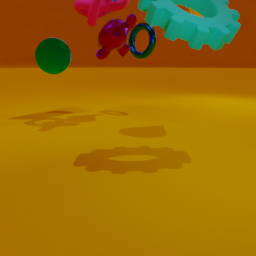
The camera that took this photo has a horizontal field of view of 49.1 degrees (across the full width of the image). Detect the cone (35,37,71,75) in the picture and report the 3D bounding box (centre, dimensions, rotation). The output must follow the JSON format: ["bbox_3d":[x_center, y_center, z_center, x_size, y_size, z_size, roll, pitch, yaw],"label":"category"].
[{"bbox_3d":[-2.361,-2.340,9.406,1.147,1.147,1.151,0,7,0],"label":"cone"}]

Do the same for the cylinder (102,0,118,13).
[{"bbox_3d":[-0.955,-4.583,9.828,0.907,0.907,0.907,8,14,31],"label":"cylinder"}]

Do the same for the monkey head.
[{"bbox_3d":[-0.340,-2.801,8.961,1.252,1.741,1.049,41,2,-28],"label":"monkey head"}]

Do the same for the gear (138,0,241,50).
[{"bbox_3d":[1.177,-2.248,5.356,1.925,0.356,1.925,10,50,-12],"label":"gear"}]

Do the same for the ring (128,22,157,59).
[{"bbox_3d":[0.494,-3.073,9.899,0.251,1.253,1.253,-6,14,-45],"label":"ring"}]

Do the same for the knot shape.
[{"bbox_3d":[-0.899,-3.647,8.332,1.592,0.786,1.701,2,42,46],"label":"knot shape"}]

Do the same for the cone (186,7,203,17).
[{"bbox_3d":[1.927,-3.289,7.656,1.258,1.263,1.258,-6,33,4],"label":"cone"}]
